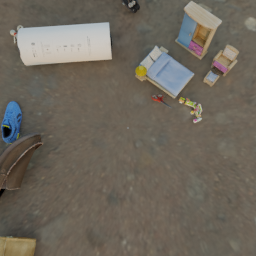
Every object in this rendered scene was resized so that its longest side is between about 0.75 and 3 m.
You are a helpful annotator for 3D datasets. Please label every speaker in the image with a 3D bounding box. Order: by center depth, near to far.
[{"bbox_3d":[-1.951,-2.716,9.073,2.901,1.178,1.178,-5,72,-1],"label":"speaker"}]

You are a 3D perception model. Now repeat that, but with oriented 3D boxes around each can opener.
[{"bbox_3d":[-0.150,-4.621,9.755,1.435,0.564,0.455,42,102,-16],"label":"can opener"}]

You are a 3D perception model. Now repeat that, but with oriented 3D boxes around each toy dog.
[{"bbox_3d":[-3.718,-3.092,9.679,0.540,0.395,0.819,-28,61,-1],"label":"toy dog"}]

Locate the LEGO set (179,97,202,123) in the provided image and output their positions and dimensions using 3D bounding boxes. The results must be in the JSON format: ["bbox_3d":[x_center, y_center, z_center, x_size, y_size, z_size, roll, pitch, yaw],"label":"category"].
[{"bbox_3d":[2.045,-0.679,8.827,0.456,0.369,0.991,-29,74,-9],"label":"LEGO set"}]

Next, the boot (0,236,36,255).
[{"bbox_3d":[-3.514,3.933,7.167,1.932,0.730,2.206,8,73,-11],"label":"boot"}]

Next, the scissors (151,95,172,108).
[{"bbox_3d":[1.023,-0.810,8.704,0.383,0.073,1.046,-8,32,-9],"label":"scissors"}]

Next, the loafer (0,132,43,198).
[{"bbox_3d":[-3.330,1.310,7.957,0.979,1.007,2.759,41,81,1],"label":"loafer"}]

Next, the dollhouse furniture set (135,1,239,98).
[{"bbox_3d":[1.794,-2.058,8.619,2.358,1.630,2.498,39,76,12],"label":"dollhouse furniture set"}]

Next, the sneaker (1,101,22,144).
[{"bbox_3d":[-3.598,-0.229,8.596,0.464,0.552,1.408,-3,70,1],"label":"sneaker"}]
